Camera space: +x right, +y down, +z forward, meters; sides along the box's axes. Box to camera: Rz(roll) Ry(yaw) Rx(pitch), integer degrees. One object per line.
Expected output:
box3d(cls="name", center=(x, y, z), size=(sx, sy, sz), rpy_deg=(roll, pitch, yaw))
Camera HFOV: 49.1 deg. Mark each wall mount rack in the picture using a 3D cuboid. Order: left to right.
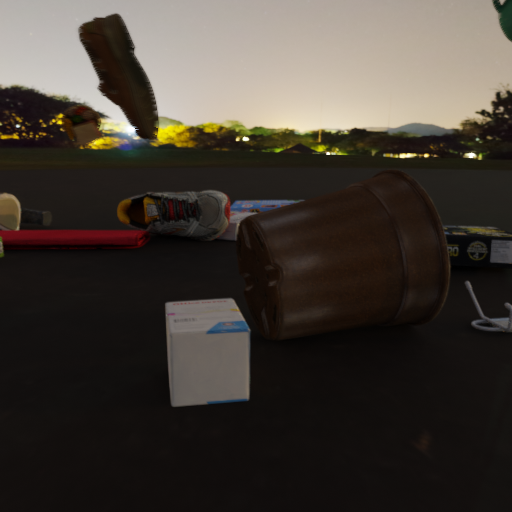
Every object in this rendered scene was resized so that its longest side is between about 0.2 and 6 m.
box3d(cls="wall mount rack", center=(3.101, 0.613, 6.787), size=(1.162, 0.433, 1.010), rpy_deg=(-1, 11, -9))

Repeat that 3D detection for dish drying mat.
box3d(cls="dish drying mat", center=(-4.092, -0.347, 11.907), size=(3.452, 0.314, 1.326), rpy_deg=(-1, 11, 0))

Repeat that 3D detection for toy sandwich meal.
box3d(cls="toy sandwich meal", center=(-3.638, -2.718, 11.689), size=(0.888, 0.888, 0.304), rpy_deg=(-4, 47, -19))

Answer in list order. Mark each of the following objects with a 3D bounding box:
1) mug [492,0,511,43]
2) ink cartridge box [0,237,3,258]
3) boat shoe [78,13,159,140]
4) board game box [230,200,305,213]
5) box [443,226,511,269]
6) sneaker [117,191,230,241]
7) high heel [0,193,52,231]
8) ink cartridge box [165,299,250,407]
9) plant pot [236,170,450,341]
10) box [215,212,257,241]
box3d(cls="mug", center=(4.046, -3.644, 8.352), size=(0.912, 1.110, 0.686), rpy_deg=(-31, -8, -26))
box3d(cls="ink cartridge box", center=(-5.407, -0.104, 10.440), size=(1.047, 0.397, 0.774), rpy_deg=(-1, 12, 3))
box3d(cls="boat shoe", center=(-1.935, -2.495, 8.032), size=(0.613, 1.804, 0.649), rpy_deg=(-9, 31, 13))
box3d(cls="board game box", center=(0.706, -1.245, 15.743), size=(2.789, 0.510, 2.110), rpy_deg=(1, 11, 3))
box3d(cls="box", center=(3.426, -0.215, 10.333), size=(2.452, 0.602, 1.976), rpy_deg=(2, 7, 9))
box3d(cls="sneaker", center=(-1.828, -0.879, 12.342), size=(2.876, 1.120, 1.182), rpy_deg=(-2, -3, 30))
box3d(cls="high heel", center=(-6.539, -1.068, 13.616), size=(1.886, 0.945, 2.646), rpy_deg=(7, -1, 14))
box3d(cls="ink cartridge box", center=(-0.473, 0.825, 5.140), size=(0.679, 0.661, 1.056), rpy_deg=(-2, 12, -10))
box3d(cls="plant pot", center=(0.843, 0.068, 6.392), size=(1.854, 1.873, 1.873), rpy_deg=(-11, 14, -16))
box3d(cls="box", center=(-1.001, -0.777, 13.608), size=(2.268, 0.467, 1.768), rpy_deg=(7, 14, 28))
